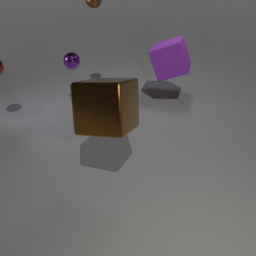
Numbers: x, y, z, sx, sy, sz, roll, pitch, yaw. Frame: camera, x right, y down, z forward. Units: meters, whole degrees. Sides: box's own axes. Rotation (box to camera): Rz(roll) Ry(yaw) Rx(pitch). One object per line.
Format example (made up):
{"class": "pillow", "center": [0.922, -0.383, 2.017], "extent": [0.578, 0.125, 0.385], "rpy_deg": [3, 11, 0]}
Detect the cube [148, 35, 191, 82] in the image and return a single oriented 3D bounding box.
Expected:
{"class": "cube", "center": [1.884, -3.076, 12.359], "extent": [1.400, 1.400, 1.400], "rpy_deg": [-12, 25, 24]}

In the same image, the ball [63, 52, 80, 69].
{"class": "ball", "center": [-2.347, -2.802, 11.700], "extent": [0.700, 0.700, 0.700], "rpy_deg": [0, 33, 0]}

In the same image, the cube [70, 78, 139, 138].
{"class": "cube", "center": [-0.574, -0.609, 7.673], "extent": [1.400, 1.400, 1.400], "rpy_deg": [4, 16, 21]}

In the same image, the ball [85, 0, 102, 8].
{"class": "ball", "center": [-1.413, -5.293, 11.506], "extent": [0.700, 0.700, 0.700], "rpy_deg": [0, 33, 0]}

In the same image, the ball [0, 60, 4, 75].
{"class": "ball", "center": [-4.960, -2.243, 10.365], "extent": [0.700, 0.700, 0.700], "rpy_deg": [0, 33, 0]}
